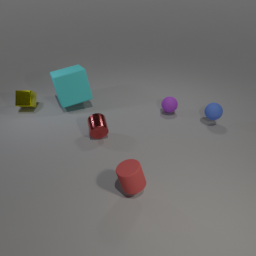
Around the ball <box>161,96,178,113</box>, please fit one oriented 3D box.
[{"bbox_3d":[1.799,-1.013,12.115,0.700,0.700,0.700,0,31,0],"label":"ball"}]

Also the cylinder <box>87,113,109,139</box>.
[{"bbox_3d":[-1.125,-0.074,10.449,0.700,0.700,0.700,-7,50,-12],"label":"cylinder"}]

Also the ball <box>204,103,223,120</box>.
[{"bbox_3d":[3.412,-0.660,11.164,0.700,0.700,0.700,0,31,0],"label":"ball"}]

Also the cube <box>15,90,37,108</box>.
[{"bbox_3d":[-4.542,-1.283,12.489,0.700,0.700,0.700,0,-1,1],"label":"cube"}]

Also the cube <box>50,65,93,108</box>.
[{"bbox_3d":[-2.556,-1.915,12.592,1.400,1.400,1.400,-19,25,-14],"label":"cube"}]

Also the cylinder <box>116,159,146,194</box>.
[{"bbox_3d":[0.089,1.332,7.699,0.700,0.700,0.700,-13,32,9],"label":"cylinder"}]
